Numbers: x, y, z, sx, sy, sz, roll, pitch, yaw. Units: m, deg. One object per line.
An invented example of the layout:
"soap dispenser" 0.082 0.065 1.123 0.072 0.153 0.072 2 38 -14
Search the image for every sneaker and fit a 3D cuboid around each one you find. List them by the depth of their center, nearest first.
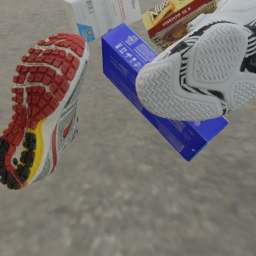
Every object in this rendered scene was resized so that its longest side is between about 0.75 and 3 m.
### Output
"sneaker" 1.216 -1.128 3.507 2.724 1.024 1.566 -26 36 -2
"sneaker" -1.154 -0.257 4.069 0.894 2.297 0.944 30 12 20

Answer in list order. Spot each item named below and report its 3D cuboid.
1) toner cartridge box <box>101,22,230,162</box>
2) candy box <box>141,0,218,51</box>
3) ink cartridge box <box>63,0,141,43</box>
"toner cartridge box" 0.436 -0.510 4.218 0.454 0.999 2.103 -39 76 -15
"candy box" 1.199 -1.747 5.091 1.115 1.932 0.534 -25 72 26
"ink cartridge box" -0.595 -2.902 6.915 1.720 0.996 0.574 -28 40 -17
